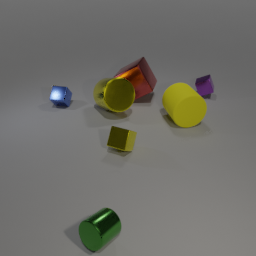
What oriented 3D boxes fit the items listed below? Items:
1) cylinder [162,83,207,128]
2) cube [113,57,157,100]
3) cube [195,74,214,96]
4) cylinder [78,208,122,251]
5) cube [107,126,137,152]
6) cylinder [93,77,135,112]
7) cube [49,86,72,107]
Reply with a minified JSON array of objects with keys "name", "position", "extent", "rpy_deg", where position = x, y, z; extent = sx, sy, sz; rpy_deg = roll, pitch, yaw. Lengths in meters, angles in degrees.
[{"name":"cylinder","position":[2.248,-0.942,11.332],"extent":[1.400,1.400,1.400],"rpy_deg":[-6,31,-11]},{"name":"cube","position":[0.368,-2.275,13.204],"extent":[1.400,1.400,1.400],"rpy_deg":[-23,20,26]},{"name":"cube","position":[3.707,-2.054,13.523],"extent":[0.700,0.700,0.700],"rpy_deg":[-14,26,28]},{"name":"cylinder","position":[-0.621,2.249,6.271],"extent":[0.700,0.700,0.700],"rpy_deg":[20,23,31]},{"name":"cube","position":[-0.201,0.369,9.510],"extent":[0.700,0.700,0.700],"rpy_deg":[14,-1,23]},{"name":"cylinder","position":[-0.609,-1.421,11.839],"extent":[1.400,1.400,1.400],"rpy_deg":[-13,14,-22]},{"name":"cube","position":[-3.022,-1.429,12.657],"extent":[0.700,0.700,0.700],"rpy_deg":[6,74,11]}]
